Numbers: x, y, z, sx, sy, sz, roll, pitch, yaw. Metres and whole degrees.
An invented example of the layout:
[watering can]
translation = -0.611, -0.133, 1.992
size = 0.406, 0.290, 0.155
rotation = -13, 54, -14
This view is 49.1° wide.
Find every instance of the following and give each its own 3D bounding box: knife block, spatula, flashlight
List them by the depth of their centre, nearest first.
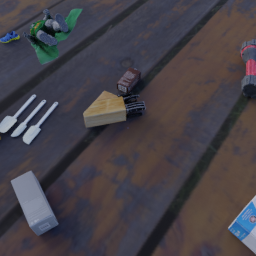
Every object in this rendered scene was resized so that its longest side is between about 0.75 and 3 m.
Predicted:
[knife block]
translation = -0.385, -0.538, 9.677
size = 1.642, 0.598, 1.870
rotation = 26, 56, 20
[spatula]
translation = -3.478, -0.415, 9.879
size = 1.369, 0.158, 1.969
rotation = 19, 55, 15
[flashlight]
translation = 4.782, -2.370, 10.896
size = 0.870, 0.873, 2.570
rotation = 15, 53, 8

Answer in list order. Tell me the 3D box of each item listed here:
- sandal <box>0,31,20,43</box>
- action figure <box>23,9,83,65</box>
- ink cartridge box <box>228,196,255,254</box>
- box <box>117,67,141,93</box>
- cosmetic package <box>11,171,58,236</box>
[sandal]
translation = -5.315, -4.084, 12.512
size = 0.839, 0.365, 0.334
rotation = -29, 60, -18
[action figure]
translation = -2.332, -2.716, 7.849
size = 1.675, 0.775, 2.836
rotation = -51, 33, -4
[ink cartridge box]
translation = 3.820, 2.691, 7.107
size = 1.410, 0.827, 1.926
rotation = -36, 62, -23
[box]
translation = 0.037, -1.840, 10.812
size = 0.521, 0.390, 1.041
rotation = 24, 58, 17
[cosmetic package]
translation = -2.546, 2.030, 7.629
size = 0.687, 0.814, 1.524
rotation = -25, 59, -16
